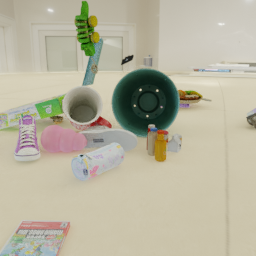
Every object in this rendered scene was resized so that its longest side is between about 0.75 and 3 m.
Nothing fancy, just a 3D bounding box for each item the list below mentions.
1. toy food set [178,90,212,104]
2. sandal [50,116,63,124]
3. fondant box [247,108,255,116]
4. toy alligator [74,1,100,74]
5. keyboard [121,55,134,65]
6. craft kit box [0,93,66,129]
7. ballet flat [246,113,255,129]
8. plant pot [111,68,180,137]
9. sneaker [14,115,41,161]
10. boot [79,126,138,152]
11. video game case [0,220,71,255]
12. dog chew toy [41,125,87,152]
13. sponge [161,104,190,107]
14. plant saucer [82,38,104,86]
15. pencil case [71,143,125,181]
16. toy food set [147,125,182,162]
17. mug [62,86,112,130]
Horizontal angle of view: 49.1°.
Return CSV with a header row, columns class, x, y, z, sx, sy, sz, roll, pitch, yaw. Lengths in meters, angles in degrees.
class,x,y,z,sx,sy,sz,roll,pitch,yaw
toy food set,2.998,-1.686,14.910,2.664,0.535,1.839,-9,18,-28
sandal,-2.928,-0.338,11.628,0.493,0.332,1.228,4,0,-6
fondant box,5.834,-0.715,12.503,0.851,0.248,0.614,-9,-21,-28
toy alligator,-1.541,-3.210,10.313,0.792,2.671,0.725,9,30,26
keyboard,0.017,-3.558,14.583,0.186,0.490,0.941,27,-22,-35
craft kit box,-3.439,-0.812,11.366,2.920,0.708,2.884,-13,14,13
ballet flat,5.510,-0.388,11.395,0.882,0.607,2.618,-31,-13,37
plant pot,0.684,-0.942,10.324,2.313,2.313,1.856,2,6,7
sneaker,-2.890,0.224,7.927,0.684,1.075,1.886,-4,16,-20
boot,-0.568,0.217,8.585,1.949,0.717,0.931,3,21,16
video game case,-1.382,1.719,4.109,0.825,0.101,1.155,1,15,2
dog chew toy,-1.831,0.355,8.121,1.292,0.804,0.804,8,15,3
sponge,2.228,-1.456,15.744,2.359,0.352,1.316,2,16,6
plant saucer,-1.659,-3.110,13.377,0.223,2.350,0.822,18,-10,-37
pencil case,-0.699,0.769,6.708,0.573,0.625,1.378,7,15,39
toy food set,1.042,0.272,8.202,0.870,0.820,1.823,9,17,30
mug,-1.469,-0.377,9.643,1.259,1.676,1.888,-26,-4,-13
